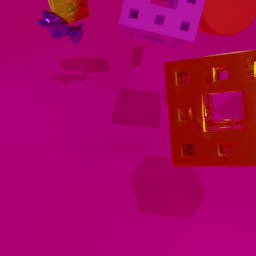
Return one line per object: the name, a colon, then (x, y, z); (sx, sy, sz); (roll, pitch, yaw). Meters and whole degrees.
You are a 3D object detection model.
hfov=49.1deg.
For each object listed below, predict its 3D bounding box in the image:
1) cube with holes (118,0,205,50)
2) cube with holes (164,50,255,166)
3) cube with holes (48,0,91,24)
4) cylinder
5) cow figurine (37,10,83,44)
cube with holes: (0.584, -2.211, 4.959); (1.252, 1.252, 1.252); (13, 9, -3)
cube with holes: (1.048, -0.218, 3.008); (1.023, 1.023, 1.023); (-3, 7, 22)
cube with holes: (-1.767, -3.736, 8.068); (0.952, 0.952, 0.952); (-24, 63, -10)
cylinder: (1.897, -2.471, 5.700); (1.095, 1.095, 1.095); (0, 20, -1)
cow figurine: (-1.786, -2.776, 7.690); (1.115, 0.612, 1.097); (40, 29, -2)
